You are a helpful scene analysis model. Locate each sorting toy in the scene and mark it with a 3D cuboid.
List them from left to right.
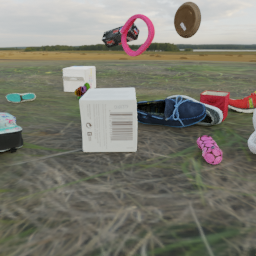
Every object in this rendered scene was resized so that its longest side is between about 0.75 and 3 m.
[{"bbox_3d":[-2.623,-2.027,15.834,0.591,0.866,1.441,-11,-3,-31],"label":"sorting toy"}]

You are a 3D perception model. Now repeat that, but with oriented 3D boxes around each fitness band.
[{"bbox_3d":[0.295,-3.285,9.955,0.304,1.169,1.627,-28,-8,-39],"label":"fitness band"}]

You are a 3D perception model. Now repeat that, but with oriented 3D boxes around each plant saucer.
[{"bbox_3d":[2.115,-3.923,10.200,0.186,1.264,1.264,-14,22,-35],"label":"plant saucer"}]

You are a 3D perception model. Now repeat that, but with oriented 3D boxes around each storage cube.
[{"bbox_3d":[3.685,-0.965,12.000,1.042,1.095,1.218,9,20,27],"label":"storage cube"}]

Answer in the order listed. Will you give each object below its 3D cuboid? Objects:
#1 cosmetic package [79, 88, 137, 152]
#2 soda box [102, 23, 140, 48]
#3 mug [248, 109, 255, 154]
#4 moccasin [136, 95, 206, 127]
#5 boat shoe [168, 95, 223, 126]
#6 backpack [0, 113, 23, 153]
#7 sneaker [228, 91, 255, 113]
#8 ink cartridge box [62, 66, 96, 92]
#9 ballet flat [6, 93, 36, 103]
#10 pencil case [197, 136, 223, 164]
[{"bbox_3d":[-0.549,-0.336,9.022,1.653,1.652,2.004,-1,17,0],"label":"cosmetic package"},{"bbox_3d":[-0.299,-3.633,11.017,1.468,0.465,0.519,-4,-30,35],"label":"soda box"},{"bbox_3d":[4.687,-0.061,8.037,2.717,2.006,2.382,-33,12,-14],"label":"mug"},{"bbox_3d":[1.520,-0.587,10.653,2.817,1.134,0.961,-6,-28,15],"label":"moccasin"},{"bbox_3d":[2.456,-0.754,11.449,2.725,0.982,0.966,16,18,37],"label":"boat shoe"},{"bbox_3d":[-4.069,0.128,8.616,1.341,1.138,1.511,-12,16,-35],"label":"backpack"},{"bbox_3d":[5.792,-1.272,12.984,2.546,1.081,0.980,8,19,24],"label":"sneaker"},{"bbox_3d":[-3.236,-3.245,18.573,1.549,1.509,2.409,4,18,12],"label":"ink cartridge box"},{"bbox_3d":[-5.825,-1.601,15.272,1.527,0.548,0.548,-5,18,-24],"label":"ballet flat"},{"bbox_3d":[2.297,0.583,8.021,0.553,0.536,1.181,3,15,2],"label":"pencil case"}]
